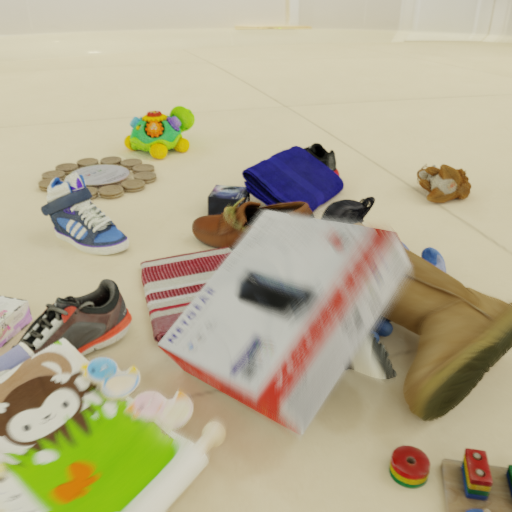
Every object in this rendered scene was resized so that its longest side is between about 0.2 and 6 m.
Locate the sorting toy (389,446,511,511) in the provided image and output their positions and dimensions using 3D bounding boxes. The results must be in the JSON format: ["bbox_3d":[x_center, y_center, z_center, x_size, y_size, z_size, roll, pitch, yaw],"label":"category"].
[{"bbox_3d":[2.726,2.608,5.782,2.606,0.441,1.256,6,29,10],"label":"sorting toy"}]

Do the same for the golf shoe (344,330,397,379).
[{"bbox_3d":[1.083,1.308,7.484,0.898,0.739,1.900,-37,24,-12],"label":"golf shoe"}]

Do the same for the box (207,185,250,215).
[{"bbox_3d":[-0.622,-1.245,12.872,0.839,0.522,0.846,5,28,8],"label":"box"}]

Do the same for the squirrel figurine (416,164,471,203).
[{"bbox_3d":[4.594,-1.808,13.805,1.289,0.912,1.203,9,15,-14],"label":"squirrel figurine"}]

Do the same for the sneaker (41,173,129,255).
[{"bbox_3d":[-3.458,-0.914,11.278,1.970,1.442,0.794,17,33,29],"label":"sneaker"}]

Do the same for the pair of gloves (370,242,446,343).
[{"bbox_3d":[1.943,0.488,9.644,3.519,0.401,2.829,-13,35,-20],"label":"pair of gloves"}]

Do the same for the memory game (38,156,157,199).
[{"bbox_3d":[-4.135,-2.083,14.794,3.054,0.195,3.054,0,28,0],"label":"memory game"}]

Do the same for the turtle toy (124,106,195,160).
[{"bbox_3d":[-2.828,-3.810,16.944,1.718,1.191,2.357,23,36,36],"label":"turtle toy"}]

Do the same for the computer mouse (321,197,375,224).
[{"bbox_3d":[1.603,-0.684,10.573,0.424,1.114,1.609,33,20,26],"label":"computer mouse"}]

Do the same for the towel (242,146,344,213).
[{"bbox_3d":[0.909,-1.720,13.394,1.785,0.599,2.417,40,41,12],"label":"towel"}]

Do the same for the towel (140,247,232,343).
[{"bbox_3d":[-1.008,0.596,9.732,1.820,0.287,2.527,-9,28,-13],"label":"towel"}]

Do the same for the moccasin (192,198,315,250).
[{"bbox_3d":[-0.135,-0.684,11.026,2.623,1.013,0.959,3,40,32],"label":"moccasin"}]

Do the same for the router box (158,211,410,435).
[{"bbox_3d":[0.327,0.677,7.468,2.400,0.653,2.675,14,58,45],"label":"router box"}]

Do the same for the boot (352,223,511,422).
[{"bbox_3d":[1.954,0.776,8.272,2.725,1.029,3.111,-22,42,-39],"label":"boot"}]

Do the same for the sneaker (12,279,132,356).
[{"bbox_3d":[-2.922,1.087,7.929,0.966,1.026,2.506,20,39,31],"label":"sneaker"}]

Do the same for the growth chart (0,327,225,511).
[{"bbox_3d":[-2.581,2.062,6.345,3.926,0.348,2.841,19,43,22],"label":"growth chart"}]

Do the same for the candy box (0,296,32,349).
[{"bbox_3d":[-4.314,1.023,8.753,1.171,0.419,0.982,8,29,16],"label":"candy box"}]

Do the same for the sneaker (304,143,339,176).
[{"bbox_3d":[1.347,-2.598,14.964,1.955,0.955,0.691,20,36,35],"label":"sneaker"}]
